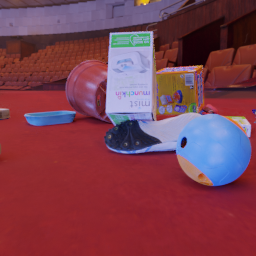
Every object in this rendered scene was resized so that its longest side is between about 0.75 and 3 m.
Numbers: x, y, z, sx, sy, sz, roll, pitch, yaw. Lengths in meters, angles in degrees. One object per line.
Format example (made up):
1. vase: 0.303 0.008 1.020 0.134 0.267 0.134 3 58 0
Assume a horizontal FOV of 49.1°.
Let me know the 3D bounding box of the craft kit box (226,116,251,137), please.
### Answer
1. craft kit box: 3.413 -0.115 10.710 2.146 0.527 2.173 5 11 15

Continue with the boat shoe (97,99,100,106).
1. boat shoe: -2.159 -1.583 18.192 0.723 0.766 2.128 8 13 44

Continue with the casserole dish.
1. casserole dish: -3.469 -0.457 12.676 2.372 0.460 1.437 -10 14 -41

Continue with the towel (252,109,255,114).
1. towel: 7.641 -0.871 15.731 1.058 0.262 0.782 -2 17 -11

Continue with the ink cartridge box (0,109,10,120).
1. ink cartridge box: -7.031 -0.701 13.880 1.974 0.497 1.076 4 11 18

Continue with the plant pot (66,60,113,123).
1. plant pot: -1.139 -1.614 13.264 2.922 2.922 2.842 -5 19 -27

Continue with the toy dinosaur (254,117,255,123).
1. toy dinosaur: 5.768 -0.256 9.934 2.538 1.332 2.303 7 23 -38

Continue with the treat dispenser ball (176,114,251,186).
1. treat dispenser ball: 1.592 0.408 5.296 1.349 1.349 1.349 0 10 0

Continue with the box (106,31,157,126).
1. box: 0.254 -1.195 8.776 1.325 2.419 2.741 1 -13 7

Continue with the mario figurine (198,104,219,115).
1. mario figurine: 3.319 -0.439 12.643 1.717 0.910 1.060 -13 47 -13

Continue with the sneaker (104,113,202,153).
1. sneaker: 0.778 0.264 7.710 2.838 1.020 1.029 -8 -32 2

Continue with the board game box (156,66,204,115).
1. board game box: 2.273 -1.677 12.368 1.830 1.832 1.831 2 20 24
